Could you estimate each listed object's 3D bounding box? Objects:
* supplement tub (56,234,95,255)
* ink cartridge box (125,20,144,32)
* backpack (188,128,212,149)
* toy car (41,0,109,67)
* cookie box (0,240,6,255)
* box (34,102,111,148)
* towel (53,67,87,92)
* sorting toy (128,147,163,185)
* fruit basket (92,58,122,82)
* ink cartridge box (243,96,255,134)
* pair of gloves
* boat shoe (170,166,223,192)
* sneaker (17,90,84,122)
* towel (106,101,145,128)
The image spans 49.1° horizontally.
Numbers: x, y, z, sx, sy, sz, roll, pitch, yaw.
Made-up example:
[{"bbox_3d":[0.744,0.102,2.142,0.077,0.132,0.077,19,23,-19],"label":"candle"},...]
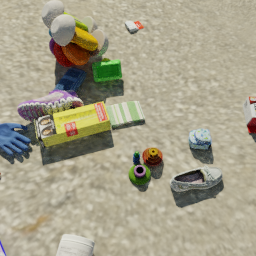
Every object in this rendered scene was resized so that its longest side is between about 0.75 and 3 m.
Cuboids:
[{"bbox_3d":[-1.608,3.956,7.929,1.038,1.038,1.573,9,57,6],"label":"supplement tub"},{"bbox_3d":[0.328,-5.288,14.374,0.812,0.192,0.650,-23,60,-13],"label":"ink cartridge box"},{"bbox_3d":[2.690,0.378,10.495,0.810,0.595,0.741,-1,54,4],"label":"backpack"},{"bbox_3d":[-2.529,-3.905,12.355,2.596,2.224,2.966,9,38,-45],"label":"toy car"},{"bbox_3d":[-4.900,4.206,7.747,2.798,1.051,2.393,-29,62,-17],"label":"cookie box"},{"bbox_3d":[-2.104,-0.141,10.762,2.736,0.686,1.030,-14,58,-9],"label":"box"},{"bbox_3d":[-2.516,-1.975,12.125,0.896,0.389,1.605,20,60,13],"label":"towel"},{"bbox_3d":[0.578,1.192,9.934,0.946,0.646,1.574,31,63,18],"label":"sorting toy"},{"bbox_3d":[-0.926,-2.605,12.391,1.361,0.982,1.361,-6,14,2],"label":"fruit basket"},{"bbox_3d":[5.496,-0.483,11.004,1.573,0.659,1.381,3,58,1],"label":"ink cartridge box"},{"bbox_3d":[-5.061,0.755,10.430,2.277,0.323,2.832,32,64,17],"label":"pair of gloves"},{"bbox_3d":[2.383,1.710,9.621,1.903,0.610,0.701,-8,58,-5],"label":"boat shoe"},{"bbox_3d":[-3.090,-0.981,11.213,2.527,1.016,1.117,-10,51,-11],"label":"sneaker"},{"bbox_3d":[-0.106,-0.591,11.382,1.399,0.164,1.067,-13,58,-7],"label":"towel"}]
